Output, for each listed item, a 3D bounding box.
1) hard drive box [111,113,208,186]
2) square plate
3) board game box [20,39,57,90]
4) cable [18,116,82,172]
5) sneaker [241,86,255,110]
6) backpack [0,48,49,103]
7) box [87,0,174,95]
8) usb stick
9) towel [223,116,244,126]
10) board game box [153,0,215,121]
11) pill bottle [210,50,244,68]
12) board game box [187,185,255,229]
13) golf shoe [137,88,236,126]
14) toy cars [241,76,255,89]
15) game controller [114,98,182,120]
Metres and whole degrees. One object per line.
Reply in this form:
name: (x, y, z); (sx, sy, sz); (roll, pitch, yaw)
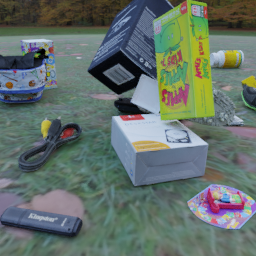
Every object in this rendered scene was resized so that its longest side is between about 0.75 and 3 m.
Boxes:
hard drive box: (0.625, 0.393, 6.812); (1.673, 0.824, 2.146); (-5, 22, -16)
square plate: (0.598, -0.906, 7.535); (0.829, 0.837, 0.119); (26, 21, 9)
board game box: (-4.172, -2.970, 13.147); (1.123, 2.180, 1.143); (-18, 28, -36)
cable: (-1.994, 0.457, 7.476); (1.198, 0.621, 2.466); (16, 35, -5)
sneaker: (5.125, -1.057, 9.868); (1.072, 1.170, 2.792); (-6, 23, -15)
backpack: (-4.430, -2.054, 11.211); (2.610, 2.010, 2.486); (-9, 19, -12)
box: (0.198, -2.644, 8.733); (1.977, 1.394, 2.672); (-12, 48, 54)
usb stick: (-1.484, 1.581, 4.759); (1.409, 0.230, 0.391); (5, 23, 12)
towel: (3.385, -0.257, 9.311); (0.726, 0.130, 0.754); (-1, 23, -4)
board game box: (1.264, -1.452, 6.542); (0.593, 2.489, 1.264); (-5, 1, -30)
pill bottle: (6.359, -4.466, 18.172); (1.930, 1.088, 1.088); (-3, 23, -5)
board game box: (1.813, 1.351, 5.283); (1.317, 0.256, 1.040); (-20, 30, -39)
golf shoe: (1.676, -0.704, 8.370); (2.870, 1.124, 1.395); (13, -4, 2)
toy cars: (5.940, -1.348, 11.241); (2.777, 0.615, 1.245); (14, 63, 28)
game controller: (0.886, -0.793, 10.040); (2.680, 0.564, 1.398); (10, 25, 20)
